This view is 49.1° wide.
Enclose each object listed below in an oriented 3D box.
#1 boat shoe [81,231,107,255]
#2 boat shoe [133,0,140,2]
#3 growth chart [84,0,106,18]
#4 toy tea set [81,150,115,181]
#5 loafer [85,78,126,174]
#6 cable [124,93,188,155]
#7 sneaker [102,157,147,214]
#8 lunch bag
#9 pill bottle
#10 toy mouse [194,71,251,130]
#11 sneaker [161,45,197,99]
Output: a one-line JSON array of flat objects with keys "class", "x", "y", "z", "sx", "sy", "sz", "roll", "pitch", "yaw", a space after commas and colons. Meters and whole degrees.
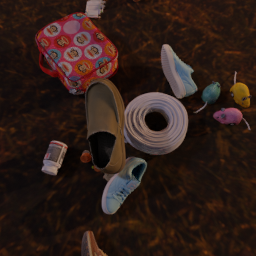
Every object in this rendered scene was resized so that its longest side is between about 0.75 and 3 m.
[{"class": "boat shoe", "x": -0.849, "y": 3.636, "z": 7.611, "sx": 0.595, "sy": 0.628, "sz": 1.657, "roll": 0, "pitch": 59, "yaw": -31}, {"class": "boat shoe", "x": 0.636, "y": -6.020, "z": 11.868, "sx": 0.522, "sy": 0.522, "sz": 1.484, "roll": 22, "pitch": 67, "yaw": 11}, {"class": "growth chart", "x": -1.380, "y": -4.992, "z": 11.635, "sx": 0.834, "sy": 0.102, "sz": 1.153, "roll": 6, "pitch": 66, "yaw": 2}, {"class": "toy tea set", "x": -0.793, "y": 1.035, "z": 8.862, "sx": 1.405, "sy": 0.520, "sz": 0.836, "roll": 31, "pitch": 99, "yaw": 10}, {"class": "loafer", "x": -0.617, "y": -0.055, "z": 7.676, "sx": 1.044, "sy": 0.926, "sz": 2.745, "roll": -12, "pitch": 88, "yaw": 15}, {"class": "cable", "x": 0.882, "y": -0.194, "z": 9.157, "sx": 2.147, "sy": 0.743, "sz": 2.147, "roll": 27, "pitch": 69, "yaw": 11}, {"class": "sneaker", "x": -0.081, "y": 1.655, "z": 8.209, "sx": 0.707, "sy": 0.784, "sz": 1.914, "roll": 39, "pitch": 67, "yaw": -25}, {"class": "lunch bag", "x": -1.946, "y": -2.636, "z": 10.012, "sx": 2.470, "sy": 1.149, "sz": 2.805, "roll": -33, "pitch": 70, "yaw": -14}, {"class": "pill bottle", "x": -2.308, "y": 0.938, "z": 8.763, "sx": 0.561, "sy": 0.561, "sz": 0.969, "roll": 14, "pitch": 67, "yaw": 6}, {"class": "toy mouse", "x": 3.278, "y": -0.894, "z": 9.625, "sx": 2.103, "sy": 0.458, "sz": 2.366, "roll": -13, "pitch": 67, "yaw": -6}, {"class": "sneaker", "x": 1.836, "y": -2.070, "z": 10.044, "sx": 0.876, "sy": 0.790, "sz": 2.137, "roll": -14, "pitch": 75, "yaw": -13}]
